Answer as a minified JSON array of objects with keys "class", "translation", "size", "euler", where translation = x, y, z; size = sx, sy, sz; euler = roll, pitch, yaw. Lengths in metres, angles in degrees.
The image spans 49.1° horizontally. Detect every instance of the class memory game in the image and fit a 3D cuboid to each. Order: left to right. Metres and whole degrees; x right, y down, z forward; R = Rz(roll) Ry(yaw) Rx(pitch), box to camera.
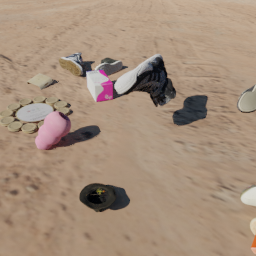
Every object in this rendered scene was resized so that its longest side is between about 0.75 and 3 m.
[{"class":"memory game","translation":[-3.773,-0.603,11.425],"size":[2.800,0.178,2.800],"euler":[1,34,0]}]

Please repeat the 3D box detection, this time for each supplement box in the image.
[{"class":"supplement box","translation":[-1.316,-1.963,12.843],"size":[0.832,0.850,1.645],"euler":[-10,34,-16]}]

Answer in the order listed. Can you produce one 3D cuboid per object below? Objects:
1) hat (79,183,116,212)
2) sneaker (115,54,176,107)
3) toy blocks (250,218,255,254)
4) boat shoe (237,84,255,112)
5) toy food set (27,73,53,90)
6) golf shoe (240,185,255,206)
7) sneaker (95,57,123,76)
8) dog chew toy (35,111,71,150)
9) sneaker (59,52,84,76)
[{"class":"hat","translation":[-0.806,1.931,7.448],"size":[1.081,0.436,1.081],"euler":[4,23,-2]},{"class":"sneaker","translation":[0.727,-1.327,9.016],"size":[1.044,1.574,2.766],"euler":[-24,13,38]},{"class":"toy blocks","translation":[3.527,2.655,6.048],"size":[1.807,0.787,2.168],"euler":[19,39,25]},{"class":"boat shoe","translation":[5.226,-1.243,12.161],"size":[2.244,0.815,0.704],"euler":[-37,5,-35]},{"class":"toy food set","translation":[-4.355,-2.273,13.838],"size":[1.118,0.338,0.802],"euler":[22,52,31]},{"class":"golf shoe","translation":[3.897,1.910,7.251],"size":[1.849,0.671,0.852],"euler":[2,34,3]},{"class":"sneaker","translation":[-1.264,-3.290,15.018],"size":[0.970,0.691,1.956],"euler":[23,35,33]},{"class":"dog chew toy","translation":[-2.575,0.146,9.430],"size":[0.902,1.448,0.902],"euler":[38,12,-10]},{"class":"sneaker","translation":[-2.732,-3.511,15.201],"size":[1.214,0.784,2.238],"euler":[-26,39,-30]}]
